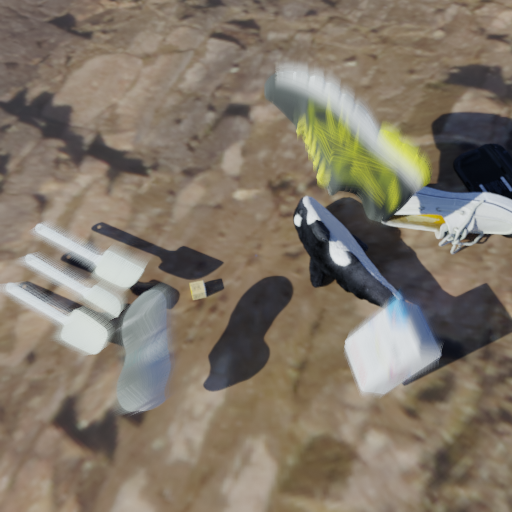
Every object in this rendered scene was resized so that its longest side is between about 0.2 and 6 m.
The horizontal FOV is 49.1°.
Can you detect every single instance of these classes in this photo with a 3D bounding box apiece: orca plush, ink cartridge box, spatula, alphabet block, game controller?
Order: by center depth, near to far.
[{"bbox_3d":[1.876,1.297,7.857,0.486,1.148,0.830,16,43,-34],"label":"ink cartridge box"},{"bbox_3d":[-2.950,0.441,8.768,2.172,0.174,1.510,25,87,20],"label":"spatula"},{"bbox_3d":[-0.944,0.558,9.100,0.227,0.222,0.223,-11,58,-8],"label":"alphabet block"},{"bbox_3d":[1.364,0.221,9.164,2.632,0.936,1.385,45,23,13],"label":"orca plush"},{"bbox_3d":[4.428,-1.213,10.139,1.028,0.415,1.970,-24,60,3],"label":"game controller"}]

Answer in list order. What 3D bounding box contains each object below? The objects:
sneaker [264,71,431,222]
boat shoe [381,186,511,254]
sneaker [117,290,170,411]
[{"bbox_3d":[1.140,-1.550,7.988,2.748,1.023,1.163,36,91,3],"label":"sneaker"},{"bbox_3d":[3.246,-0.534,9.374,2.394,0.884,1.021,14,62,13],"label":"boat shoe"},{"bbox_3d":[-1.485,1.302,7.742,0.584,0.666,1.661,-3,71,26],"label":"sneaker"}]
